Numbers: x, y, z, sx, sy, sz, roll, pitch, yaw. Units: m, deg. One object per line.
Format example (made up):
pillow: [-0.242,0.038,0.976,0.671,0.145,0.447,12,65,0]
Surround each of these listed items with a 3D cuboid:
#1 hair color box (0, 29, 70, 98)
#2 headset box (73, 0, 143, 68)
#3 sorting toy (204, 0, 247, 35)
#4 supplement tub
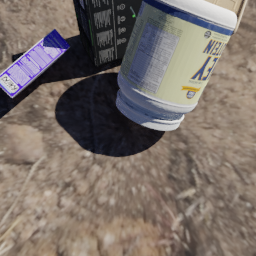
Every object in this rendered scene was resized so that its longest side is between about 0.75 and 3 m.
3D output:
hair color box: [-2.536,-1.672,7.449,2.000,1.093,0.648,-44,109,-12]
headset box: [0.081,-3.309,7.533,2.861,2.491,1.327,-21,59,-11]
sorting toy: [2.641,-3.625,8.863,1.877,0.342,1.737,15,65,23]
supplement tub: [0.934,-1.544,6.393,2.013,2.777,2.013,16,28,-9]
